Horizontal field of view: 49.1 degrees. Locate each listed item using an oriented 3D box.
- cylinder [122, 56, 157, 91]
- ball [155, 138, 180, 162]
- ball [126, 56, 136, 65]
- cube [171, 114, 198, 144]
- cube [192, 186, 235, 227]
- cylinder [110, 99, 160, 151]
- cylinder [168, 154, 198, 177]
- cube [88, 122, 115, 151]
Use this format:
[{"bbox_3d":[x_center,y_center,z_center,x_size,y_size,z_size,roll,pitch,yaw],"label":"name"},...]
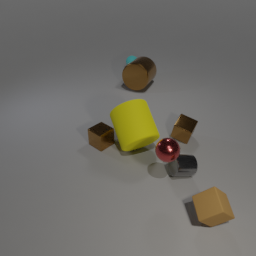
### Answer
[{"bbox_3d":[0.594,-2.790,14.263,1.400,1.400,1.400,13,31,18],"label":"cylinder"},{"bbox_3d":[1.119,0.620,7.893,0.700,0.700,0.700,0,34,0],"label":"ball"},{"bbox_3d":[0.230,-3.887,16.428,0.700,0.700,0.700,0,34,0],"label":"ball"},{"bbox_3d":[2.107,0.031,10.519,0.700,0.700,0.700,26,54,14],"label":"cube"},{"bbox_3d":[2.202,2.050,7.261,0.700,0.700,0.700,-33,44,26],"label":"cube"},{"bbox_3d":[0.224,-0.085,9.823,1.400,1.400,1.400,-14,73,-20],"label":"cylinder"},{"bbox_3d":[1.728,1.190,8.896,0.700,0.700,0.700,3,32,-19],"label":"cylinder"},{"bbox_3d":[-0.987,0.309,10.338,0.700,0.700,0.700,27,42,35],"label":"cube"}]
